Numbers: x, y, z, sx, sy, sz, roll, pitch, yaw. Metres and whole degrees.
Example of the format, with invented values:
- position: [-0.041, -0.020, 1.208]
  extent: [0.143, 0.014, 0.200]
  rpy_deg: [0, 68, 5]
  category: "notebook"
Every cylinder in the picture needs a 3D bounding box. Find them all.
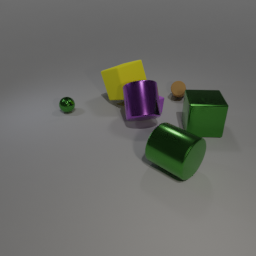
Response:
- position: [2.424, -1.853, 13.410]
  extent: [0.700, 0.700, 0.700]
  rpy_deg: [8, 0, 13]
  category: "cylinder"
- position: [0.550, -1.064, 11.230]
  extent: [1.400, 1.400, 1.400]
  rpy_deg: [-6, -5, -1]
  category: "cylinder"
- position: [1.497, 0.704, 8.813]
  extent: [1.400, 1.400, 1.400]
  rpy_deg: [27, 40, 35]
  category: "cylinder"

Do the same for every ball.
- position: [-2.689, -1.029, 12.353]
  extent: [0.700, 0.700, 0.700]
  rpy_deg: [0, 31, 0]
  category: "ball"

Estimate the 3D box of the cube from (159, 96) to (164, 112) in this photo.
- position: [1.075, -1.057, 12.323]
  extent: [0.700, 0.700, 0.700]
  rpy_deg: [-19, 36, -40]
  category: "cube"

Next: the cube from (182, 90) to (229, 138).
- position: [2.937, -0.586, 10.947]
  extent: [1.400, 1.400, 1.400]
  rpy_deg: [1, 31, 2]
  category: "cube"

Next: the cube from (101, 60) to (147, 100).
- position: [-0.137, -2.142, 12.656]
  extent: [1.400, 1.400, 1.400]
  rpy_deg: [-26, 18, -31]
  category: "cube"
